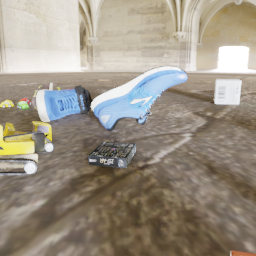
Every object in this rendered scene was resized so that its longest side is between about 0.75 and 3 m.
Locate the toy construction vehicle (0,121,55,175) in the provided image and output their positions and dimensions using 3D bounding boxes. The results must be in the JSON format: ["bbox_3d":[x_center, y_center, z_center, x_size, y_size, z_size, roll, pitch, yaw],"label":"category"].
[{"bbox_3d":[-2.466,0.128,5.113,2.427,0.855,2.113,4,8,-25],"label":"toy construction vehicle"}]

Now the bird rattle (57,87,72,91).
[{"bbox_3d":[-3.194,-1.702,14.536,1.057,0.595,0.862,7,20,-32],"label":"bird rattle"}]

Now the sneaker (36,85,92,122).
[{"bbox_3d":[-2.056,-0.901,9.684,1.565,1.080,2.814,-8,7,1],"label":"sneaker"}]

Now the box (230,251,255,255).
[{"bbox_3d":[0.982,1.386,1.201,0.948,0.743,1.524,3,14,12],"label":"box"}]

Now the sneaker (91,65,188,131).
[{"bbox_3d":[0.423,-0.771,7.842,2.786,1.242,1.094,-27,-4,9],"label":"sneaker"}]

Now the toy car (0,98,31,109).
[{"bbox_3d":[-4.571,-1.034,11.847,1.359,0.303,1.279,-13,19,-41],"label":"toy car"}]

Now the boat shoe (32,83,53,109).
[{"bbox_3d":[-3.604,-1.370,11.926,0.810,0.977,2.721,0,19,-16],"label":"boat shoe"}]

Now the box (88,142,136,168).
[{"bbox_3d":[-0.294,0.524,5.775,0.771,0.210,0.963,3,14,12],"label":"box"}]

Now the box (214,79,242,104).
[{"bbox_3d":[4.538,-1.675,12.817,1.088,1.083,0.932,3,14,14],"label":"box"}]
